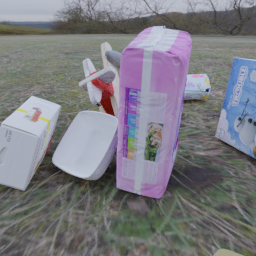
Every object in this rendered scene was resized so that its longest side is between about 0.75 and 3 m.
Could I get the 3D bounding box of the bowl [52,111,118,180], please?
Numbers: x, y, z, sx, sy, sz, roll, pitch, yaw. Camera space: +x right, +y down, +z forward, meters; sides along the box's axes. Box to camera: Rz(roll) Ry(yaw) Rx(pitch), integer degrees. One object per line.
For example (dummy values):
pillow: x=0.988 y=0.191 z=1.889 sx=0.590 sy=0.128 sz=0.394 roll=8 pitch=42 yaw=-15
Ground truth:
bowl: x=-0.808 y=0.405 z=6.197 sx=1.497 sy=0.559 sz=1.494 roll=13 pitch=70 yaw=43

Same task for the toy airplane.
toy airplane: x=-0.228 y=-0.992 z=7.703 sx=1.794 sy=2.542 sz=2.531 roll=-14 pitch=23 yaw=4

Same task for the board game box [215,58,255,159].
board game box: x=3.141 y=-0.444 z=6.648 sx=0.479 sy=2.208 sz=2.197 roll=2 pitch=17 yaw=-20

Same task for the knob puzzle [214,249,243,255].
knob puzzle: x=1.165 y=2.127 z=2.541 sx=2.134 sy=0.296 sz=2.134 roll=6 pitch=46 yaw=-6

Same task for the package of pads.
package of pads: x=0.491 y=-0.318 z=5.420 sx=1.106 sy=2.922 sz=1.761 roll=11 pitch=32 yaw=14

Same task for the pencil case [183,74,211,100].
pencil case: x=1.979 y=-1.578 z=11.113 sx=2.471 sy=1.027 sz=1.121 roll=-1 pitch=35 yaw=-2

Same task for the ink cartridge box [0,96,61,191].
ink cartridge box: x=-2.174 y=0.257 z=6.117 sx=0.768 sy=1.336 sz=1.841 roll=19 pitch=21 yaw=-7
